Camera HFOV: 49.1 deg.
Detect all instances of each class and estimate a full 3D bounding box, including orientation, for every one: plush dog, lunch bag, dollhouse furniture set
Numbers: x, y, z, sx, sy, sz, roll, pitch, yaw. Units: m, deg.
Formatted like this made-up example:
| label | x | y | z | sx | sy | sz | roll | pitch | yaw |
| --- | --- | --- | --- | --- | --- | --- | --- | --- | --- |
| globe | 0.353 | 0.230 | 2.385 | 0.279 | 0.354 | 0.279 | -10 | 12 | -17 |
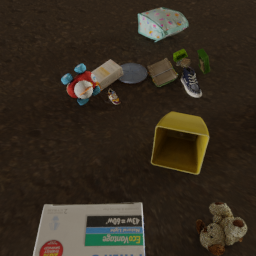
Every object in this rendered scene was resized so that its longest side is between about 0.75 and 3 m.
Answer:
| label | x | y | z | sx | sy | sz | roll | pitch | yaw |
| --- | --- | --- | --- | --- | --- | --- | --- | --- | --- |
| plush dog | 2.482 | 2.844 | 7.576 | 1.159 | 1.082 | 1.349 | -25 | 21 | -5 |
| lunch bag | 1.902 | -5.586 | 15.226 | 1.890 | 1.353 | 2.218 | -27 | 46 | -25 |
| dollhouse furniture set | 2.351 | -2.663 | 13.062 | 2.739 | 1.057 | 1.369 | -24 | 55 | 4 |

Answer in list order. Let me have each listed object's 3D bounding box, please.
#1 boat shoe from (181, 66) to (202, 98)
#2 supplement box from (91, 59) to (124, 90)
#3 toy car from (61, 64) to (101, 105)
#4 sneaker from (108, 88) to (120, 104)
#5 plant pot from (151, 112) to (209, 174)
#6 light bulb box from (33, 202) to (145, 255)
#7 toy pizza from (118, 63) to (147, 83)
| label | x | y | z | sx | sy | sz | roll | pitch | yaw |
| --- | --- | --- | --- | --- | --- | --- | --- | --- | --- |
| boat shoe | 2.776 | -2.055 | 12.248 | 0.586 | 0.728 | 1.570 | -14 | 47 | -13 |
| supplement box | -0.999 | -2.376 | 12.546 | 1.357 | 0.499 | 0.855 | -37 | 56 | -14 |
| toy car | -1.675 | -1.613 | 10.960 | 1.288 | 1.342 | 1.456 | -40 | 30 | -10 |
| sneaker | -0.603 | -1.326 | 11.796 | 0.310 | 0.373 | 0.828 | -26 | 52 | -23 |
| plant pot | 1.788 | 0.351 | 9.471 | 1.631 | 1.631 | 1.439 | 12 | 36 | 11 |
| light bulb box | -0.755 | 2.878 | 6.460 | 2.235 | 2.255 | 1.407 | 0 | 46 | -1 |
| toy pizza | 0.151 | -2.506 | 13.023 | 1.500 | 0.238 | 1.500 | 0 | 48 | 0 |
